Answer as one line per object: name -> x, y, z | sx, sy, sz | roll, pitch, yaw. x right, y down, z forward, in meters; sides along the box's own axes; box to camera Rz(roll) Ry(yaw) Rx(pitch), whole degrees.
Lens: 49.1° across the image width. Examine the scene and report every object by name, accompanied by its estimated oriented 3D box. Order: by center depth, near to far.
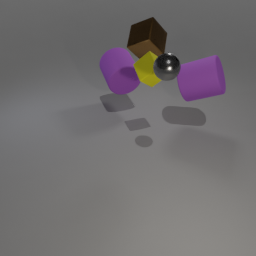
ball -> 0.994, -1.556, 7.152 | 0.700, 0.700, 0.700 | 0, 33, 0
cube -> 0.718, -1.835, 8.824 | 0.700, 0.700, 0.700 | 15, 48, -51
cylinder -> 2.676, -1.776, 10.186 | 1.400, 1.400, 1.400 | -10, 26, 29
cylinder -> -0.327, -2.336, 11.507 | 1.400, 1.400, 1.400 | -11, 49, -16
cube -> 0.985, -4.451, 14.205 | 1.400, 1.400, 1.400 | -5, 66, 39
